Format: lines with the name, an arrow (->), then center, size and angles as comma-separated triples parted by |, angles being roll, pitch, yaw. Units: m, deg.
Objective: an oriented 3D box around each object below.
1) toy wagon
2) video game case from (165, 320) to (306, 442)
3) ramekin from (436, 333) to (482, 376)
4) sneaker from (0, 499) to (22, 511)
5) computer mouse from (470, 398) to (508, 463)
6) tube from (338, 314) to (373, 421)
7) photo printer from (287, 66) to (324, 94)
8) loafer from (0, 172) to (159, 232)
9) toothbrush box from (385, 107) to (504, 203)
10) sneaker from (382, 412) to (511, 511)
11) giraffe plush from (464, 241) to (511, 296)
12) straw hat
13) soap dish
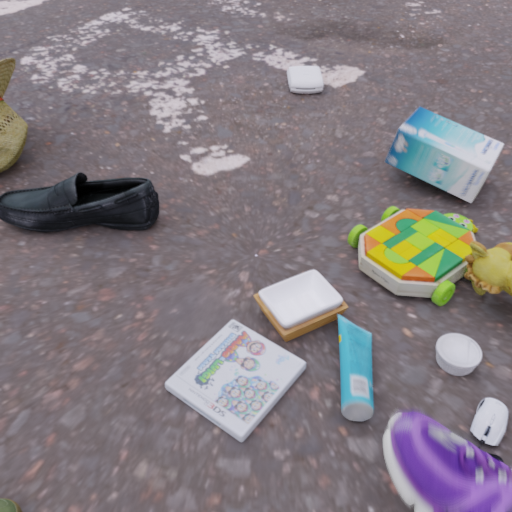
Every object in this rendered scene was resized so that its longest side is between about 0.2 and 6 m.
toy wagon -> 3.195, -0.237, 10.524 | 2.786, 0.551, 2.162 | -29, 49, -28
video game case -> -0.293, 1.811, 8.491 | 1.480, 0.193, 1.626 | 27, 48, 27
ramekin -> 3.115, 1.554, 8.688 | 0.683, 0.318, 0.683 | 0, 41, 0
sneaker -> -3.949, 3.178, 6.307 | 2.330, 1.046, 0.781 | -11, 43, -12
computer mouse -> 3.205, 2.376, 7.768 | 0.660, 0.264, 1.204 | 25, 46, 20
tube -> 1.509, 1.634, 8.457 | 0.676, 0.440, 1.745 | 34, 35, -18
photo printer -> 1.405, -5.015, 15.998 | 0.993, 0.414, 1.193 | 0, 41, -1
loafer -> -3.546, -1.149, 11.106 | 3.227, 1.133, 1.096 | 0, 42, 0
toothbrush box -> 4.055, -2.216, 12.060 | 2.040, 0.870, 1.493 | 28, 44, 15
sneaker -> 2.897, 2.675, 6.245 | 3.088, 1.288, 1.245 | 33, 39, 11
giraffe plush -> 4.287, 0.366, 9.231 | 1.871, 1.614, 1.517 | -11, 28, -36
straw hat -> -5.942, -2.658, 12.480 | 1.442, 3.407, 3.407 | 41, 40, -18
soap dish -> 0.734, 0.833, 9.352 | 1.265, 0.514, 0.995 | -20, 45, -22
